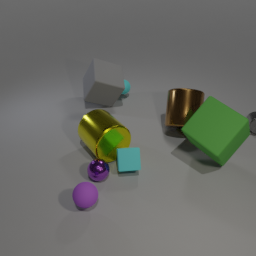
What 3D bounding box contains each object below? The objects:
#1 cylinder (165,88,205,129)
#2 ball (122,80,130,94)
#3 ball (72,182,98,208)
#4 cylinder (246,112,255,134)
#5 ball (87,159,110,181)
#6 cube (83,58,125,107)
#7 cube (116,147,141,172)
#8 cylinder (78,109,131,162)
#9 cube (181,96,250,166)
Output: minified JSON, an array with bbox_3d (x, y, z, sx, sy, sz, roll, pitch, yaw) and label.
[{"bbox_3d":[2.175,-0.705,10.787,1.400,1.400,1.400,6,-3,0],"label":"cylinder"},{"bbox_3d":[-0.229,-1.980,13.505,0.700,0.700,0.700,0,33,0],"label":"ball"},{"bbox_3d":[-1.159,1.820,7.627,0.700,0.700,0.700,0,33,0],"label":"ball"},{"bbox_3d":[5.065,-0.211,10.994,0.700,0.700,0.700,6,24,9],"label":"cylinder"},{"bbox_3d":[-0.923,1.308,8.754,0.700,0.700,0.700,0,33,0],"label":"ball"},{"bbox_3d":[-1.114,-2.004,12.520,1.400,1.400,1.400,11,53,-26],"label":"cube"},{"bbox_3d":[0.009,0.995,8.987,0.700,0.700,0.700,-3,-3,-5],"label":"cube"},{"bbox_3d":[-0.833,0.243,9.745,1.400,1.400,1.400,-19,37,-27],"label":"cylinder"},{"bbox_3d":[2.783,0.120,8.812,1.400,1.400,1.400,41,91,31],"label":"cube"}]
